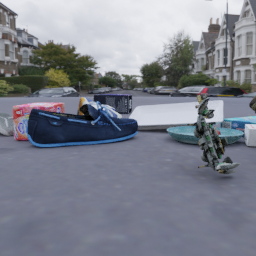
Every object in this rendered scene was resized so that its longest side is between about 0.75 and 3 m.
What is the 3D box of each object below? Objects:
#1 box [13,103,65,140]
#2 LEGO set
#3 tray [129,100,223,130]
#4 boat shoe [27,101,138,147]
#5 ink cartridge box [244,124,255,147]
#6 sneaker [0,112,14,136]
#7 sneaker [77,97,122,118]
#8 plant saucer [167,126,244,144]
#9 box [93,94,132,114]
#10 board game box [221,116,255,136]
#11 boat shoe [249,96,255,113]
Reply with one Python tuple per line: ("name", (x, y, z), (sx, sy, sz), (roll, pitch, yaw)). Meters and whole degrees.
("box", (-2.396, -0.232, 7.793), (0.954, 0.880, 1.859), (0, 8, 0))
("LEGO set", (1.268, 0.131, 4.539), (0.546, 1.251, 1.927), (-19, 6, 12))
("tray", (1.470, -0.350, 8.836), (2.935, 0.326, 1.576), (-2, 27, 20))
("boat shoe", (-0.929, -0.134, 6.761), (2.809, 0.964, 1.182), (-6, 10, -36))
("ink cartridge box", (3.244, 0.183, 6.416), (1.012, 0.443, 0.735), (1, 9, 16))
("sneaker", (-3.935, -0.143, 8.243), (1.916, 0.768, 0.674), (28, 14, 31))
("sneaker", (-1.005, -0.369, 9.205), (1.170, 0.999, 2.655), (6, 14, -21))
("plant saucer", (1.913, 0.180, 7.071), (1.854, 0.254, 1.854), (1, 7, 0))
("box", (-0.809, -1.339, 15.356), (1.941, 1.013, 1.436), (2, 9, 7))
("board game box", (3.845, -0.044, 8.052), (1.851, 0.434, 1.397), (-5, 9, -30))
("boat shoe", (6.004, -0.750, 11.652), (2.972, 1.124, 1.097), (3, 35, -50))
